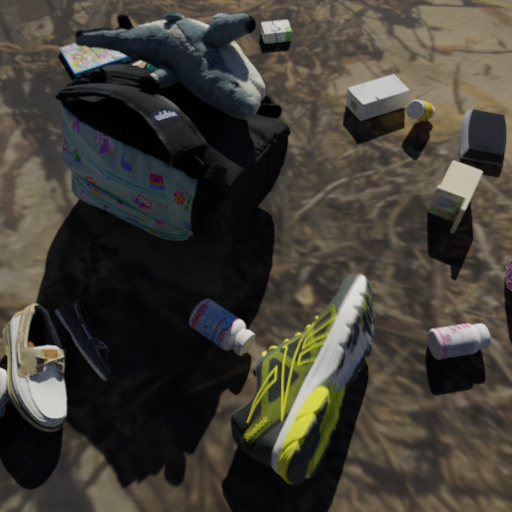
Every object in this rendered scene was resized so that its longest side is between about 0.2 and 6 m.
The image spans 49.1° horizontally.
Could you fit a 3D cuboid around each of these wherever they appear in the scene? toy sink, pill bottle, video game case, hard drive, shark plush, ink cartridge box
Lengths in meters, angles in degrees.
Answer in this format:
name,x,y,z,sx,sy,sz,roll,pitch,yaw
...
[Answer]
name,x,y,z,sx,sy,sz,roll,pitch,yaw
toy sink,3.822,-1.145,10.936,0.654,0.760,1.167,25,60,16
pill bottle,3.669,-3.208,12.409,0.744,0.419,0.419,-9,47,-49
video game case,-3.952,-5.085,14.026,1.628,0.145,1.165,-25,59,-16
hard drive,4.982,-2.630,12.230,0.975,0.306,1.445,13,56,9
shark plush,-1.443,-3.370,9.336,3.522,1.600,1.467,24,67,0
ink cartridge box,0.512,-5.758,14.395,0.709,0.298,0.516,-8,56,-6
pill bottle,3.375,1.408,9.326,0.890,0.505,0.505,-8,56,-6
pill bottle,-0.563,1.216,9.416,1.051,0.572,0.572,31,61,20

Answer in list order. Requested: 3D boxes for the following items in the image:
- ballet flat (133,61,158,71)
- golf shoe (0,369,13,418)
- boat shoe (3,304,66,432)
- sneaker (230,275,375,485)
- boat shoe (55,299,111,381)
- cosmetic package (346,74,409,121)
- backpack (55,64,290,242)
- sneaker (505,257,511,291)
name,x,y,z,sx,sy,sz,roll,pitch,yaw
ballet flat,-2.725,-4.139,13.071,0.703,0.712,2.091,16,55,22
golf shoe,-4.402,2.561,8.219,0.836,1.038,2.134,13,58,7
boat shoe,-3.436,1.698,8.827,0.729,0.796,2.131,-47,58,22
sneaker,0.745,1.599,8.614,1.462,1.287,3.456,13,56,30
boat shoe,-2.795,1.342,9.346,0.473,0.555,1.659,-36,59,-17
cosmetic package,2.766,-3.618,12.791,1.246,0.505,0.703,-23,57,-14
backpack,-1.745,-1.927,10.314,3.976,2.517,3.318,22,35,13
sneaker,5.366,-0.135,10.190,1.034,0.940,2.338,33,60,12
